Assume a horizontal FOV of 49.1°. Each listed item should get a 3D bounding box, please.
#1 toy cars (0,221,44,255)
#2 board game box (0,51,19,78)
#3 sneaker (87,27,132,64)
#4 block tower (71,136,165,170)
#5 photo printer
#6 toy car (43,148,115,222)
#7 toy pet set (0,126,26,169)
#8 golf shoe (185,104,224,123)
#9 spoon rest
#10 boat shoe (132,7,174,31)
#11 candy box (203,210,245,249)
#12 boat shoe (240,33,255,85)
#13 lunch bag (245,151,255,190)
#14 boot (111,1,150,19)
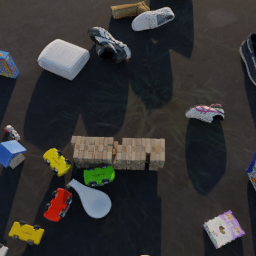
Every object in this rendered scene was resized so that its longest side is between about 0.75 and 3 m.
[{"bbox_3d":[-3.261,3.199,7.781,1.969,0.436,0.883,-24,57,-10],"label":"toy cars"},{"bbox_3d":[-4.896,-2.474,10.700,1.092,1.115,0.312,14,61,9],"label":"board game box"},{"bbox_3d":[-0.993,-3.343,11.418,2.256,0.750,1.021,38,64,18],"label":"sneaker"},{"bbox_3d":[-0.324,0.824,8.944,2.917,0.788,0.843,3,59,2],"label":"block tower"},{"bbox_3d":[-2.619,-2.777,11.170,1.714,0.595,1.426,24,63,14],"label":"photo printer"},{"bbox_3d":[-1.479,1.630,8.640,2.163,0.513,2.299,-8,61,-5],"label":"toy car"},{"bbox_3d":[-4.154,0.648,8.974,1.514,0.861,1.622,36,64,18],"label":"toy pet set"},{"bbox_3d":[2.728,-0.485,9.881,1.382,0.502,0.636,-5,60,-3],"label":"golf shoe"},{"bbox_3d":[-1.208,2.059,8.408,1.562,0.474,0.776,33,65,19],"label":"spoon rest"},{"bbox_3d":[1.093,-4.644,12.075,1.880,0.666,0.652,-23,46,-1],"label":"boat shoe"},{"bbox_3d":[2.725,2.893,8.003,0.878,0.314,0.736,-21,62,-12],"label":"candy box"},{"bbox_3d":[5.215,-2.526,10.861,1.011,0.872,2.782,-11,60,-6],"label":"boat shoe"},{"bbox_3d":[5.303,1.662,7.892,2.925,1.812,2.487,-16,60,0],"label":"lunch bag"},{"bbox_3d":[0.127,-5.169,12.659,1.564,0.517,1.370,-13,48,-9],"label":"boot"}]
